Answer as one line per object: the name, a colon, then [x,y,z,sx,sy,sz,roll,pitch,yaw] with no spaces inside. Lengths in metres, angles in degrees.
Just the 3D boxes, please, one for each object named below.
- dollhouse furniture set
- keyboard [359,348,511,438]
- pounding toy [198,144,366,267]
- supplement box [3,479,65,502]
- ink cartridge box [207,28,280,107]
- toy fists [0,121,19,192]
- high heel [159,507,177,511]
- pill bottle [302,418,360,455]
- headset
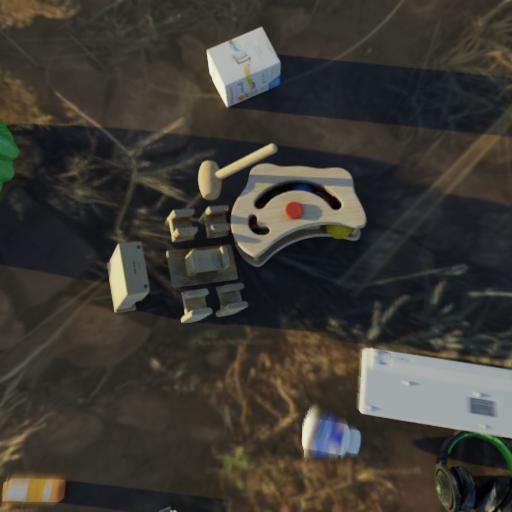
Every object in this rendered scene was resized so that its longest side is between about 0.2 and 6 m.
dollhouse furniture set: [-1.569,0.305,10.912,2.312,1.536,2.027,-7,77,-24]
keyboard: [4.269,2.700,10.602,4.571,0.244,1.286,9,67,2]
pounding toy: [0.459,-0.881,10.648,3.258,1.869,1.863,3,75,3]
supplement box: [-4.086,4.316,10.309,1.025,0.341,0.353,3,79,1]
ink cartridge box: [-0.260,-3.940,11.788,1.280,0.942,0.926,-24,79,-4]
toy fists: [-6.519,-1.512,11.116,3.680,1.265,1.876,-35,81,-8]
high heel: [-1.417,4.996,9.465,0.612,1.713,1.221,-21,76,-7]
pill bottle: [1.375,3.313,10.237,0.981,0.550,0.550,11,78,-3]
headset: [3.946,4.254,9.918,1.482,1.128,2.401,17,67,4]
